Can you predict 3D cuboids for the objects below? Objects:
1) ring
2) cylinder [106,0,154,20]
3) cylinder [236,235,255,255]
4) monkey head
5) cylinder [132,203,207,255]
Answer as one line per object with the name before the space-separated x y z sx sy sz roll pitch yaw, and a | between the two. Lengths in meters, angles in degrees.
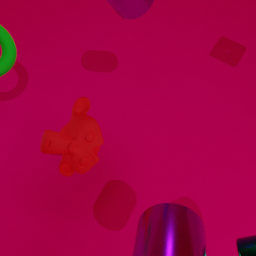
ring | -3.433 -1.868 6.443 1.642 0.328 1.642 12 66 -29
cylinder | -0.045 -2.707 5.354 0.901 0.901 0.901 -5 78 25
cylinder | 1.977 1.833 3.829 0.750 0.750 0.750 -20 58 20
monkey head | -1.114 0.247 5.470 1.253 1.050 1.742 10 99 -28
cylinder | 0.496 1.506 3.340 0.870 0.870 0.870 10 28 6
